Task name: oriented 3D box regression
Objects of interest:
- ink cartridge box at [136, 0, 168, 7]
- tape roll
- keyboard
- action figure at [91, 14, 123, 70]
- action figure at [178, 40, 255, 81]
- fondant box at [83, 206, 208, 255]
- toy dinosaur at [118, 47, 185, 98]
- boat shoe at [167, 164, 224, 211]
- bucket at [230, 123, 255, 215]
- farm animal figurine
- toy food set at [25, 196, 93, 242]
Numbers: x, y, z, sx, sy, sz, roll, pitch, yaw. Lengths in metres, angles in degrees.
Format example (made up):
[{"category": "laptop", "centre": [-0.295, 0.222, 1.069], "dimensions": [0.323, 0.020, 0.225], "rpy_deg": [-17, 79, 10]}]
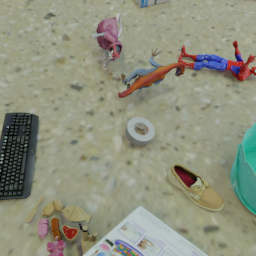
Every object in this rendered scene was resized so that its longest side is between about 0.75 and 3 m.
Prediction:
[{"category": "ink cartridge box", "centre": [1.064, -6.117, 12.745], "dimensions": [1.359, 0.573, 0.992], "rpy_deg": [-16, 56, -11]}, {"category": "tape roll", "centre": [0.355, 0.099, 8.387], "dimensions": [0.866, 0.286, 0.866], "rpy_deg": [9, 54, -13]}, {"category": "keyboard", "centre": [-3.625, 0.720, 8.133], "dimensions": [1.835, 0.297, 2.888], "rpy_deg": [-5, 54, -3]}, {"category": "action figure", "centre": [-0.531, -2.990, 9.926], "dimensions": [1.399, 1.259, 1.879], "rpy_deg": [-23, 49, -6]}, {"category": "action figure", "centre": [3.316, -2.513, 9.762], "dimensions": [2.926, 1.448, 0.955], "rpy_deg": [17, 57, 9]}, {"category": "fondant box", "centre": [0.295, 2.889, 5.341], "dimensions": [2.036, 0.822, 2.822], "rpy_deg": [32, 21, 21]}, {"category": "toy dinosaur", "centre": [0.866, -1.566, 9.023], "dimensions": [1.958, 1.133, 2.157], "rpy_deg": [-9, 43, 19]}, {"category": "boat shoe", "centre": [1.775, 1.543, 7.379], "dimensions": [1.667, 0.553, 0.617], "rpy_deg": [31, 61, 20]}, {"category": "bucket", "centre": [3.851, 1.096, 7.072], "dimensions": [2.432, 1.582, 2.432], "rpy_deg": [0, 55, 1]}, {"category": "farm animal figurine", "centre": [-1.051, 3.497, 5.615], "dimensions": [2.381, 1.255, 2.407], "rpy_deg": [35, 49, 28]}, {"category": "toy food set", "centre": [-1.710, 2.313, 6.896], "dimensions": [1.607, 0.253, 1.021], "rpy_deg": [16, 60, 28]}]
